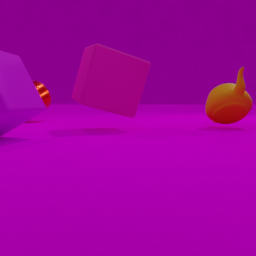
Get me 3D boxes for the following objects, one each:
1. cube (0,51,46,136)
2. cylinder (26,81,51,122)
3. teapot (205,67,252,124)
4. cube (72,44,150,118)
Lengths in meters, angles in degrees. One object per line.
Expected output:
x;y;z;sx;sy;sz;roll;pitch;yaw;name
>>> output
-2.383;-0.548;4.827;1.155;1.155;1.155;-28;-1;13;cube
-3.409;-0.922;9.570;1.109;1.109;1.109;2;28;25;cylinder
2.580;-0.720;7.229;1.148;0.904;1.847;5;-35;-8;teapot
-0.462;-1.118;6.718;1.330;1.330;1.330;14;7;-21;cube
